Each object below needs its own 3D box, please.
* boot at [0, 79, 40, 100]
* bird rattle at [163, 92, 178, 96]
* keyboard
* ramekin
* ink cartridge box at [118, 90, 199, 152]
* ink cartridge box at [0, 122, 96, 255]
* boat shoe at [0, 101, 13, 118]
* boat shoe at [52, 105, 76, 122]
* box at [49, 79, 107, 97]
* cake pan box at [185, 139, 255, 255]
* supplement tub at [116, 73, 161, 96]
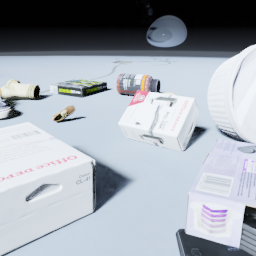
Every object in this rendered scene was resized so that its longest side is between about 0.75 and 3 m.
[{"bbox_3d":[-4.863,-1.804,13.048,1.577,0.739,2.029,-1,20,-3],"label":"boot"},{"bbox_3d":[1.158,-0.507,8.548,1.464,1.194,0.825,32,14,28],"label":"bird rattle"},{"bbox_3d":[1.500,1.691,3.744,1.599,0.205,0.960,-1,13,1],"label":"keyboard"},{"bbox_3d":[3.389,-0.856,7.635,2.668,2.668,1.242,-8,6,-21],"label":"ramekin"},{"bbox_3d":[0.845,-0.245,7.592,1.781,0.738,1.307,12,61,32],"label":"ink cartridge box"},{"bbox_3d":[-1.998,0.825,4.891,1.829,1.061,2.478,-16,26,-38],"label":"ink cartridge box"},{"bbox_3d":[-5.496,-1.152,10.155,2.979,1.381,1.112,8,20,22],"label":"boat shoe"},{"bbox_3d":[-2.142,-0.446,9.380,0.856,0.324,0.316,-31,24,2],"label":"boat shoe"},{"bbox_3d":[-2.501,-2.066,14.214,2.145,0.510,2.072,10,19,29],"label":"box"},{"bbox_3d":[2.571,1.047,4.505,2.719,0.772,2.952,6,16,23],"label":"cake pan box"},{"bbox_3d":[0.508,-2.003,13.200,1.963,1.050,1.050,9,21,22],"label":"supplement tub"}]
